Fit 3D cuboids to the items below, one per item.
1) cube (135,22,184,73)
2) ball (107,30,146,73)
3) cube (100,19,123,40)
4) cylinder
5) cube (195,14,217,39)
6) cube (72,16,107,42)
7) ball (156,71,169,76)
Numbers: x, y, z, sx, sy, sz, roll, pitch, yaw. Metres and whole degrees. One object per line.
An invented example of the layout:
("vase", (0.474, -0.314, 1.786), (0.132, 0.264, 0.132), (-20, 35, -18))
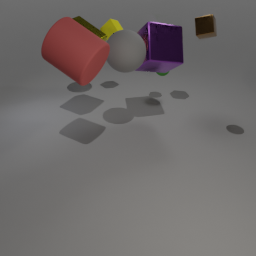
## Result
("cube", (1.102, -2.948, 10.477), (1.400, 1.400, 1.400), (0, -4, -21))
("ball", (-0.091, -2.577, 9.437), (1.400, 1.400, 1.400), (0, 31, 0))
("cube", (-0.693, -4.396, 12.677), (0.700, 0.700, 0.700), (-34, -5, 28))
("cylinder", (-1.468, -2.159, 7.967), (1.400, 1.400, 1.400), (35, 38, 4))
("cube", (3.068, -3.966, 11.024), (0.700, 0.700, 0.700), (-3, 3, 26))
("cube", (-1.879, -3.101, 10.572), (1.400, 1.400, 1.400), (36, 43, 4))
("ball", (1.599, -2.762, 12.967), (0.700, 0.700, 0.700), (0, 31, 0))
